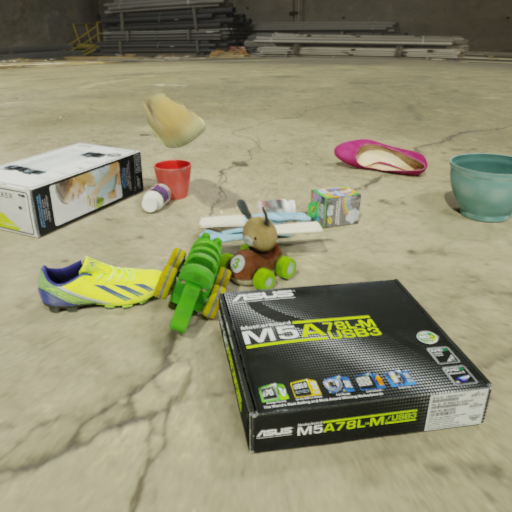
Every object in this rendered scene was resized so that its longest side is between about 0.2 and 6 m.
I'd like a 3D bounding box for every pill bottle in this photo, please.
[{"bbox_3d":[-2.200,-1.249,12.257,0.459,0.459,0.823,4,25,9],"label":"pill bottle"},{"bbox_3d":[0.423,-0.945,11.508,0.736,0.426,0.426,-5,25,-1],"label":"pill bottle"}]

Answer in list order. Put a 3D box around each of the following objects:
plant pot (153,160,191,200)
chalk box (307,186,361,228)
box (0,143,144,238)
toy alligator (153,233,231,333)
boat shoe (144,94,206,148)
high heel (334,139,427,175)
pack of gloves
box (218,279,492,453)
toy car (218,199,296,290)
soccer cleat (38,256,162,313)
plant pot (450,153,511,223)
[{"bbox_3d":[-1.918,-1.748,12.974,0.877,0.776,0.877,1,25,0],"label":"plant pot"},{"bbox_3d":[1.504,-0.997,11.458,1.062,0.661,0.657,-7,25,-19],"label":"chalk box"},{"bbox_3d":[-4.280,-1.559,12.258,1.968,1.014,3.374,11,26,23],"label":"box"},{"bbox_3d":[-0.809,0.064,8.534,0.941,0.861,3.172,24,23,-6],"label":"toy alligator"},{"bbox_3d":[-1.721,-2.664,10.715,0.819,0.871,2.287,-38,30,-14],"label":"boat shoe"},{"bbox_3d":[3.266,-2.563,14.772,2.411,0.812,1.157,15,15,2],"label":"high heel"},{"bbox_3d":[0.033,-0.410,10.277,2.151,0.424,1.807,-4,17,-2],"label":"pack of gloves"},{"bbox_3d":[0.972,1.147,6.771,2.619,0.622,2.530,-4,27,-9],"label":"box"},{"bbox_3d":[-0.028,-0.245,8.976,1.046,1.274,1.005,22,39,40],"label":"toy car"},{"bbox_3d":[-2.251,0.361,8.295,1.877,0.785,0.607,-6,25,-13],"label":"soccer cleat"},{"bbox_3d":[4.886,-1.392,11.739,1.716,1.149,1.716,-1,25,0],"label":"plant pot"}]
